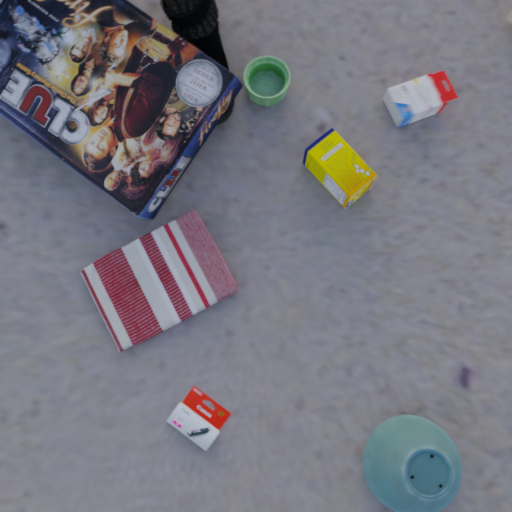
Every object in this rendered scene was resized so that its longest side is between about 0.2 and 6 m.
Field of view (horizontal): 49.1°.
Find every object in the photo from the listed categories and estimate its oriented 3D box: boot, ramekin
[{"bbox_3d":[-1.037,-3.756,9.388,1.014,2.014,2.694,-12,77,-3],"label":"boot"},{"bbox_3d":[0.188,-3.113,10.069,0.838,0.409,0.838,0,77,0],"label":"ramekin"}]

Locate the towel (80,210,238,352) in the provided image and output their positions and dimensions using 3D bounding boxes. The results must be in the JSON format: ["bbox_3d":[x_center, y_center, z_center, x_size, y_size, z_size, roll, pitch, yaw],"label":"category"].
[{"bbox_3d":[-1.613,0.404,9.369,2.207,0.251,1.589,-28,81,-4],"label":"towel"}]

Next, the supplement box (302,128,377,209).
[{"bbox_3d":[1.411,-1.491,9.588,0.630,0.626,1.150,-39,80,-8],"label":"supplement box"}]

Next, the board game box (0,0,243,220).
[{"bbox_3d":[-2.689,-2.921,9.465,4.122,0.713,2.792,36,98,8],"label":"board game box"}]

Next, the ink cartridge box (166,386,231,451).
[{"bbox_3d":[-0.902,2.574,8.903,0.790,0.172,0.686,35,81,7],"label":"ink cartridge box"}]

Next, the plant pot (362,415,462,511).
[{"bbox_3d":[2.424,3.166,8.344,1.487,1.001,1.487,0,77,-1],"label":"plant pot"}]

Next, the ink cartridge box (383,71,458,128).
[{"bbox_3d":[2.930,-2.808,10.003,1.107,0.372,0.643,-20,77,-6],"label":"ink cartridge box"}]

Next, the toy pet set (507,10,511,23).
[{"bbox_3d":[5.326,-4.256,9.846,1.626,0.863,1.518,-13,53,-20],"label":"toy pet set"}]
